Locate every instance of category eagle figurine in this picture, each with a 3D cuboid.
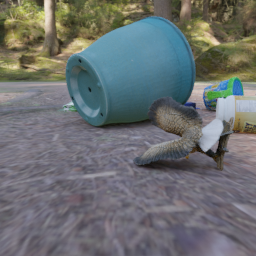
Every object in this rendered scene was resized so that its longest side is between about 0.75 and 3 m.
[{"bbox_3d":[0.832,0.171,4.429,1.447,1.092,1.098,15,25,15],"label":"eagle figurine"}]

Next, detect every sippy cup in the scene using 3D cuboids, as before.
[{"bbox_3d":[3.579,-1.203,10.639,1.238,1.326,1.689,-4,-35,40],"label":"sippy cup"}]

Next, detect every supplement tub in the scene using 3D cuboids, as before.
[{"bbox_3d":[2.821,-0.342,6.848,1.242,0.897,0.897,2,11,13],"label":"supplement tub"}]

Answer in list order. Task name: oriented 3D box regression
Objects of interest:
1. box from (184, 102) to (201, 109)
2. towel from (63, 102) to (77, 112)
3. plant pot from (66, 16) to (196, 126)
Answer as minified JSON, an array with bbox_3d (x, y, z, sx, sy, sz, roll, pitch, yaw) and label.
[{"bbox_3d":[1.907,-0.909,11.317,1.835,0.297,1.112,-5,12,-30],"label":"box"},{"bbox_3d":[-1.321,-0.879,11.213,2.244,0.263,1.712,0,11,0],"label":"towel"},{"bbox_3d":[-0.122,-1.407,8.008,2.771,2.949,2.949,-26,24,-32],"label":"plant pot"}]
